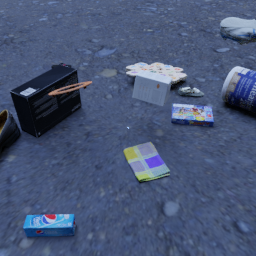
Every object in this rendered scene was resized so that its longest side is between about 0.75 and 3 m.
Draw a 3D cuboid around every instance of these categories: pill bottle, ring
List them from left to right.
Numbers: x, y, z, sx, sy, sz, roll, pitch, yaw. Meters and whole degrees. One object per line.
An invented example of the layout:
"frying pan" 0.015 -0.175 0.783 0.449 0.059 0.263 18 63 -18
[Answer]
"ring" -1.736 -1.175 8.521 1.363 0.131 1.363 -13 17 4
"pill bottle" 5.320 -1.327 11.106 2.782 1.544 1.544 28 46 31

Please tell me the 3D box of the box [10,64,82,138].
"box" -2.981 -1.080 10.630 0.979 1.752 2.483 20 42 27

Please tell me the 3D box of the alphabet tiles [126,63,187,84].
"alphabet tiles" 1.356 -2.698 13.674 2.817 0.206 2.755 22 34 31

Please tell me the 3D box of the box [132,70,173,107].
"box" 0.813 -1.336 9.356 1.122 0.855 0.597 18 33 12

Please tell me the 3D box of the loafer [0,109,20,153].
"loafer" -4.666 0.524 9.141 1.069 1.061 2.936 7 40 8

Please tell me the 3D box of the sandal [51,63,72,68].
"sandal" -3.492 -3.247 14.618 1.068 0.241 0.401 2 38 3

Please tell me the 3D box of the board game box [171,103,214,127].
"board game box" 2.534 -0.533 11.126 1.595 0.275 1.080 6 38 7

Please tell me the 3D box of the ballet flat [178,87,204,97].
"ballet flat" 2.830 -1.617 12.442 1.144 0.364 0.385 3 38 3

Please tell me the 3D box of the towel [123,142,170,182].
"towel" 0.575 1.072 9.166 1.124 0.178 1.565 -11 39 -15

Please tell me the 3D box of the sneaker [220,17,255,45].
"sneaker" 2.719 -2.061 6.096 0.551 0.556 1.533 -46 45 -13

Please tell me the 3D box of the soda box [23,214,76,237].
"soda box" -1.980 2.492 7.159 1.222 0.414 0.392 -1 38 -1
